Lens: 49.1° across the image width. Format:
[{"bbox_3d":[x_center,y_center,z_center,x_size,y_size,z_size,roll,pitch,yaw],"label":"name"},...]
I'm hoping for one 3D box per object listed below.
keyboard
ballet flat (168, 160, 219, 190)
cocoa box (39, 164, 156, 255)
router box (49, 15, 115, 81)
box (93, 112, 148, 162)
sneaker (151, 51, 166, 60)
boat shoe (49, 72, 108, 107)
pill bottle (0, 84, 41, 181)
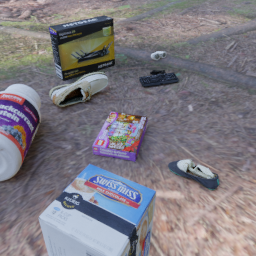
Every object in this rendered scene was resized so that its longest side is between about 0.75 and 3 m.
[{"bbox_3d":[1.258,-2.174,11.736,1.667,0.330,0.868,-11,47,-18],"label":"keyboard"},{"bbox_3d":[1.714,1.097,7.309,1.433,0.523,0.523,25,43,30],"label":"ballet flat"},{"bbox_3d":[-0.435,1.937,4.827,1.370,2.055,1.348,19,40,22],"label":"cocoa box"},{"bbox_3d":[-1.879,-3.494,12.152,2.744,2.158,0.717,-25,43,-29],"label":"router box"},{"bbox_3d":[-0.179,0.202,8.621,1.275,0.364,1.863,8,37,11],"label":"box"},{"bbox_3d":[1.434,-3.599,13.882,0.947,0.369,0.470,-18,32,-36],"label":"sneaker"},{"bbox_3d":[-1.700,-1.356,10.435,2.299,0.859,0.786,-25,45,-16],"label":"boat shoe"},{"bbox_3d":[-3.420,-0.057,7.916,1.604,1.604,2.878,0,36,0],"label":"pill bottle"}]
